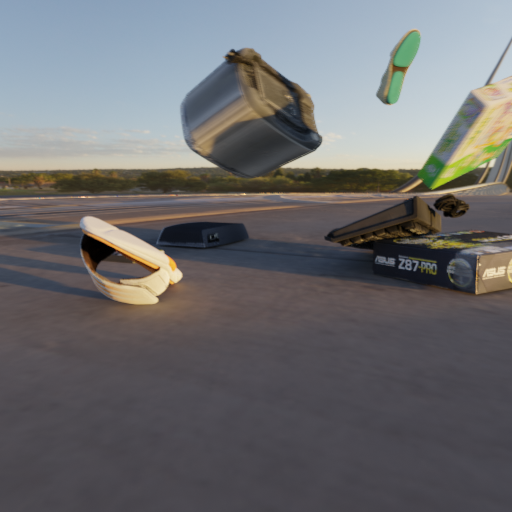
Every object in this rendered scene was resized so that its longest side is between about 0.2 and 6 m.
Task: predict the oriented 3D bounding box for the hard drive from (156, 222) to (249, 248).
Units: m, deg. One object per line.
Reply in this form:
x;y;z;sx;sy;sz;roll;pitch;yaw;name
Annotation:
-1.233;-0.535;13.498;1.468;0.461;2.177;4;9;26;hard drive

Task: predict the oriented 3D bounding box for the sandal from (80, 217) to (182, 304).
-1.579;0.261;7.276;1.054;0.788;2.751;27;-8;9;sandal

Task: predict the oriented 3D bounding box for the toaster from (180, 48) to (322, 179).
-0.209;-3.102;12.680;2.149;1.890;3.327;-27;-28;32;toaster

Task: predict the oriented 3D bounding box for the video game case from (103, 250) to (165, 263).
-2.535;-0.013;11.052;1.104;0.141;0.998;3;9;27;video game case

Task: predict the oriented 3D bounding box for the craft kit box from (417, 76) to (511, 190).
4.000;-2.230;9.764;1.971;0.484;1.996;-23;-26;-25;craft kit box

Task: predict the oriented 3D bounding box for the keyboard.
2.751;-0.516;10.145;2.196;0.469;3.657;-23;-9;21;keyboard

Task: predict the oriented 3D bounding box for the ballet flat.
2.818;-3.829;11.304;0.531;1.530;0.531;14;28;-8;ballet flat

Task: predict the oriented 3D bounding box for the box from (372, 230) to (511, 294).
3.501;0.035;8.978;2.567;0.630;2.069;-6;12;-30;box
